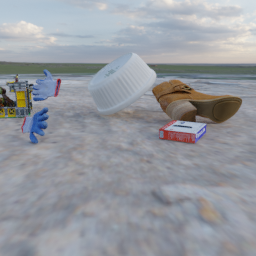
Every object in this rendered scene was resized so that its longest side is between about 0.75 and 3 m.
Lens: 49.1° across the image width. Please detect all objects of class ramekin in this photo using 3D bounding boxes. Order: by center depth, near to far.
[{"bbox_3d":[-0.286,-1.529,9.205,2.276,1.060,2.276,-30,24,15],"label":"ramekin"}]

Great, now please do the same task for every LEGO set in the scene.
[{"bbox_3d":[-3.996,-1.143,9.399,1.769,1.333,2.301,-1,13,-3],"label":"LEGO set"}]

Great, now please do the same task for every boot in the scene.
[{"bbox_3d":[1.990,-0.853,8.314,2.308,0.885,1.792,-16,39,-15],"label":"boot"}]

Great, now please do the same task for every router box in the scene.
[{"bbox_3d":[1.288,0.069,6.531,0.851,0.232,0.948,7,17,27],"label":"router box"}]

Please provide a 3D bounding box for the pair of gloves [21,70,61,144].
[{"bbox_3d":[-1.973,-0.513,6.252,0.193,1.696,1.363,17,-7,-39],"label":"pair of gloves"}]
